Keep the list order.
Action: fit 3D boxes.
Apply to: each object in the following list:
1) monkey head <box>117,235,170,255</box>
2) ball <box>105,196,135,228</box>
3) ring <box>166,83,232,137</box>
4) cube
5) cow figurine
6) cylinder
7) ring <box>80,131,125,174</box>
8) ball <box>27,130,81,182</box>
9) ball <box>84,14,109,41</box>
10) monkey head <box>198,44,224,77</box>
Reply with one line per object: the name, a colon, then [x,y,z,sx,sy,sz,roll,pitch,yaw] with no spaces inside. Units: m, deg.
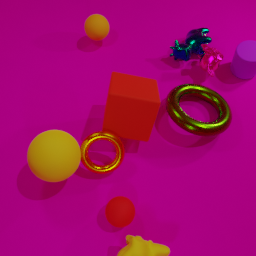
monkey head: [0.300,2.856,5.943,1.121,1.558,0.939,8,54,6]
ball: [-0.190,2.041,6.839,0.740,0.740,0.740,0,61,0]
ring: [2.080,-0.575,8.236,1.999,0.400,1.999,7,49,-8]
cube: [0.056,-0.590,7.634,1.293,1.293,1.293,10,35,-6]
cow figurine: [2.108,-2.865,9.558,1.404,0.783,1.427,-1,48,6]
cylinder: [3.850,-2.190,9.037,0.893,0.893,0.893,-3,63,6]
ring: [-0.671,0.647,7.307,1.186,0.237,1.186,-2,106,-6]
ball: [-1.776,0.671,6.778,1.251,1.251,1.251,0,61,0]
ball: [-1.061,-3.430,9.562,0.847,0.847,0.847,0,61,0]
monkey head: [2.529,-2.210,8.930,0.895,0.750,1.245,21,36,-27]
